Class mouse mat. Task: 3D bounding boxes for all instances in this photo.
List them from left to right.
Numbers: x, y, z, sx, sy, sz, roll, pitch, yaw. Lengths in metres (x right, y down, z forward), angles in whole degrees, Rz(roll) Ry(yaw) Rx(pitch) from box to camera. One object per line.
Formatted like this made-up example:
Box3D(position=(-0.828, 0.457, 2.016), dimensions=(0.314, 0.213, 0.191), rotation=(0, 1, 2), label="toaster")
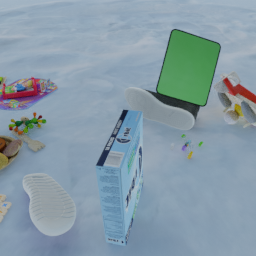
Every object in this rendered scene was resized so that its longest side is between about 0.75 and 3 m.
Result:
Box3D(position=(1.915, -1.878, 8.792), dimensions=(1.729, 2.149, 0.081), rotation=(15, -2, -8), label="mouse mat")

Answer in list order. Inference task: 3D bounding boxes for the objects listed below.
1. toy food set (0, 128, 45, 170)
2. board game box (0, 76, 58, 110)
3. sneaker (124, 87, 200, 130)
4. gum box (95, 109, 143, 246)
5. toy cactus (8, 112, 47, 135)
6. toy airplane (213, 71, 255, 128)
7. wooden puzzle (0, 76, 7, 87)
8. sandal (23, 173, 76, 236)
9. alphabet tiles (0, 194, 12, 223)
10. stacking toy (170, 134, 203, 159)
Box3D(position=(-4.104, 0.682, 8.264), dimensions=(1.898, 0.552, 2.749), rotation=(26, 42, 32), label="toy food set")
Box3D(position=(-4.443, -1.719, 11.713), dimensions=(2.231, 0.550, 2.824), rotation=(17, 38, 23), label="board game box")
Box3D(position=(1.315, -0.930, 10.280), dimensions=(2.853, 1.009, 1.415), rotation=(25, 40, 23), label="sneaker")
Box3D(position=(-0.074, 1.067, 6.193), dimensions=(0.509, 2.284, 1.941), rotation=(7, 35, 12), label="gum box")
Box3D(position=(-3.497, -0.231, 9.590), dimensions=(1.259, 0.644, 1.039), rotation=(-23, 27, -27), label="toy cactus")
Box3D(position=(3.782, -0.874, 9.616), dimensions=(2.220, 1.573, 2.229), rotation=(40, 17, 27), label="toy airplane")
Box3D(position=(-6.054, -2.094, 12.554), dimensions=(1.056, 0.197, 0.977), rotation=(-7, 36, -10), label="wooden puzzle")
Box3D(position=(-1.892, 1.830, 6.662), dimensions=(1.013, 0.612, 2.489), rotation=(0, 19, -27), label="sandal")
Box3D(position=(-3.418, 2.007, 6.792), dimensions=(1.010, 0.075, 1.033), rotation=(5, 35, 6), label="alphabet tiles")
Box3D(position=(1.838, 0.558, 8.775), dimensions=(0.703, 0.219, 0.933), rotation=(26, 40, 29), label="stacking toy")
